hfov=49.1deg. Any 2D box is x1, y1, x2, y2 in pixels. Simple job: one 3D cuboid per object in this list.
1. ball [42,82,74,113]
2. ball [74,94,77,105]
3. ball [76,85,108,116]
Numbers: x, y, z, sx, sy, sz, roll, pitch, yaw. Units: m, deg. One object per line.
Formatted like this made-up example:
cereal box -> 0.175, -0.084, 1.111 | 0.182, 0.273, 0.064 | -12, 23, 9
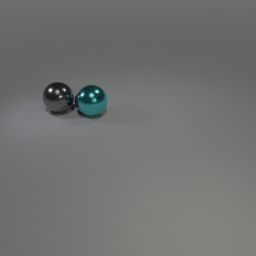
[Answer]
ball -> -3.190, -1.406, 12.832 | 1.400, 1.400, 1.400 | 0, 31, 0
ball -> -2.231, -1.346, 13.434 | 0.700, 0.700, 0.700 | 0, 31, 0
ball -> -1.617, -1.230, 12.547 | 1.400, 1.400, 1.400 | 0, 31, 0
